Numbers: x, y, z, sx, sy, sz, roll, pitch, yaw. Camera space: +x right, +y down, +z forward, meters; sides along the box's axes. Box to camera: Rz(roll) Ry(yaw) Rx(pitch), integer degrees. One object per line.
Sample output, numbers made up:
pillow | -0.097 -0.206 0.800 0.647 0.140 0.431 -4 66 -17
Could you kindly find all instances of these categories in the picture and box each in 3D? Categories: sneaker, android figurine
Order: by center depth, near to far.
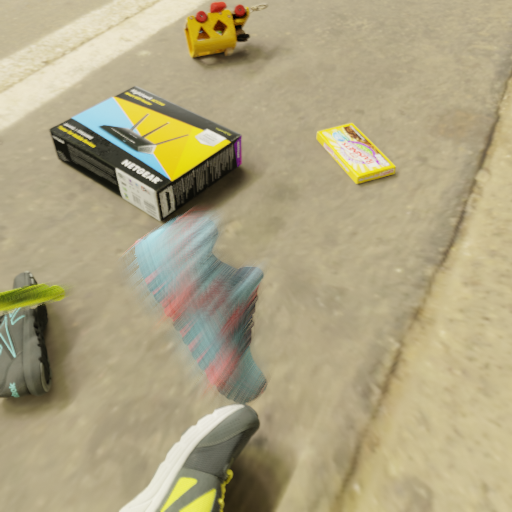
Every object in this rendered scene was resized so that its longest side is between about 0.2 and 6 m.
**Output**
android figurine | -2.392 0.444 5.608 0.906 0.995 0.204 -13 87 -19
sneaker | -0.312 0.612 6.061 1.100 2.303 0.913 -30 24 -1
sneaker | -0.777 3.107 6.701 1.226 1.079 2.897 33 62 21
sneaker | -3.735 1.154 8.639 0.922 0.877 2.326 -13 46 -10

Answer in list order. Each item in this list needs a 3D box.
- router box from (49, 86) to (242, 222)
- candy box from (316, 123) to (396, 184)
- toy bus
router box | -2.368 -2.354 12.124 3.378 0.862 2.519 30 52 27
candy box | 2.201 -2.321 12.540 0.969 0.250 1.896 -18 48 -14
toy bus | -0.947 -6.280 15.840 2.233 1.154 2.107 -5 11 35
